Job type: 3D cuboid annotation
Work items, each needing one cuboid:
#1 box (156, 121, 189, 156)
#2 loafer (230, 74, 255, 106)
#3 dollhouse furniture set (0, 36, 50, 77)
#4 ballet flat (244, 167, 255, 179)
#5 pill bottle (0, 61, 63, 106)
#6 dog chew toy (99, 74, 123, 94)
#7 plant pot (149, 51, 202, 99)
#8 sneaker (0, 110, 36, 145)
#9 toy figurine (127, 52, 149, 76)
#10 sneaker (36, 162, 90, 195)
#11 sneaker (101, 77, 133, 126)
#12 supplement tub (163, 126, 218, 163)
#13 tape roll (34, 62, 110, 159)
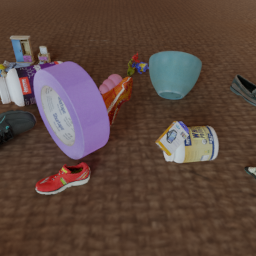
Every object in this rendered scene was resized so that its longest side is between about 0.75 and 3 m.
[{"bbox_3d":[1.035,0.209,6.386,0.769,0.458,0.159,-47,18,-13],"label":"box"},{"bbox_3d":[5.326,-1.552,11.947,0.819,0.717,2.279,-20,41,-25],"label":"loafer"},{"bbox_3d":[-5.256,-3.583,14.099,2.029,1.402,2.149,1,37,2],"label":"dollhouse furniture set"},{"bbox_3d":[3.848,1.355,8.451,0.258,0.260,0.760,-18,40,-19],"label":"ballet flat"},{"bbox_3d":[-3.841,-1.798,11.548,2.738,1.540,1.540,-16,40,-23],"label":"pill bottle"},{"bbox_3d":[-0.775,-1.889,12.447,0.752,0.752,1.207,29,54,33],"label":"dog chew toy"},{"bbox_3d":[1.889,-2.049,11.756,2.205,2.205,1.485,7,81,10],"label":"plant pot"},{"bbox_3d":[-4.458,0.325,9.382,2.890,1.090,1.145,-21,53,-14],"label":"sneaker"},{"bbox_3d":[0.636,-3.139,14.069,0.917,0.807,1.530,16,40,12],"label":"toy figurine"},{"bbox_3d":[-1.887,1.370,8.075,1.604,0.681,0.618,-17,40,-21],"label":"sneaker"},{"bbox_3d":[-0.512,-1.020,9.218,0.872,0.825,2.260,18,49,22],"label":"sneaker"},{"bbox_3d":[1.937,0.524,8.866,1.532,1.106,1.106,-5,37,-5],"label":"supplement tub"},{"bbox_3d":[-1.815,-0.521,8.734,0.954,2.909,2.909,-28,45,-31],"label":"tape roll"}]
